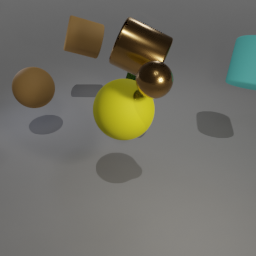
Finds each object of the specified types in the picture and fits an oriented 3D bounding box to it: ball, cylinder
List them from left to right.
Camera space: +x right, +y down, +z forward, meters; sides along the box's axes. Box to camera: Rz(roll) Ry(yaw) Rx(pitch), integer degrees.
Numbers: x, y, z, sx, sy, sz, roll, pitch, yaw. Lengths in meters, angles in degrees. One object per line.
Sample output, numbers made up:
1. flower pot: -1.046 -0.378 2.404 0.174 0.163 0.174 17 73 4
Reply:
1. ball: -3.218 -1.376 9.577 1.400 1.400 1.400 0 32 0
2. cylinder: -1.812 -3.705 11.475 1.400 1.400 1.400 11 29 -16
3. ball: -0.097 -0.418 6.386 1.400 1.400 1.400 0 32 0
4. cylinder: 0.362 -2.216 8.037 1.400 1.400 1.400 25 34 -3
5. ball: 0.494 -0.897 5.230 0.700 0.700 0.700 0 32 0
6. cylinder: 3.890 -1.964 8.641 1.400 1.400 1.400 13 6 -1

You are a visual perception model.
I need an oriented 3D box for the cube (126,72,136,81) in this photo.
1. cube: 0.404 -1.914 10.971 0.700 0.700 0.700 5 -16 42
